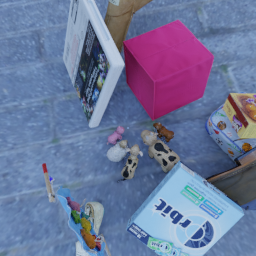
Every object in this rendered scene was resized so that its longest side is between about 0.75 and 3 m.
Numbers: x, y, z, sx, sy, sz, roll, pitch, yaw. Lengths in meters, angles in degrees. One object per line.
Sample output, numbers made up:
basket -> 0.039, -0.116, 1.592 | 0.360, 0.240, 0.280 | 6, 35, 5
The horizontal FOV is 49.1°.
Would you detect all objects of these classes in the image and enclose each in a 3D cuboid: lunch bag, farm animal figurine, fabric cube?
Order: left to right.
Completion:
farm animal figurine -> 0.359, 0.562, 7.533 | 1.941, 0.976, 1.568 | -9, 71, 3
fabric cube -> 1.047, -1.621, 7.943 | 1.763, 1.735, 1.769 | -25, 61, -11
lunch bag -> 3.431, 0.116, 7.894 | 1.733, 0.817, 2.163 | -35, 71, -15

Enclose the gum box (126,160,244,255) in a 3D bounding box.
gum box -> 1.247, 2.075, 6.455 | 1.746, 0.458, 2.055 | 37, 107, -1

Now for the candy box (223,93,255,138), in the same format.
candy box -> 3.582, -0.325, 7.086 | 1.980, 0.559, 1.155 | 0, 45, -13

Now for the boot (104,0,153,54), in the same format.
boot -> -0.159, -3.003, 8.294 | 0.858, 2.594, 2.271 | 39, 42, 19

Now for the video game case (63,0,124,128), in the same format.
video game case -> -1.083, -1.801, 7.523 | 0.341, 2.920, 2.655 | -14, 69, -25

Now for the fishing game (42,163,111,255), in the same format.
fishing game -> -0.864, 1.988, 5.873 | 0.437, 2.013, 2.811 | -32, 116, -8

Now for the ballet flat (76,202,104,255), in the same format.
ballet flat -> -1.041, 2.701, 6.947 | 0.592, 0.547, 1.756 | -12, 57, 36

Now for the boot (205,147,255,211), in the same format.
boot -> 2.525, 1.663, 6.850 | 2.781, 1.039, 1.348 | -38, 74, 14
